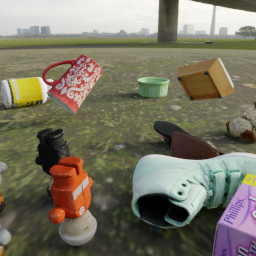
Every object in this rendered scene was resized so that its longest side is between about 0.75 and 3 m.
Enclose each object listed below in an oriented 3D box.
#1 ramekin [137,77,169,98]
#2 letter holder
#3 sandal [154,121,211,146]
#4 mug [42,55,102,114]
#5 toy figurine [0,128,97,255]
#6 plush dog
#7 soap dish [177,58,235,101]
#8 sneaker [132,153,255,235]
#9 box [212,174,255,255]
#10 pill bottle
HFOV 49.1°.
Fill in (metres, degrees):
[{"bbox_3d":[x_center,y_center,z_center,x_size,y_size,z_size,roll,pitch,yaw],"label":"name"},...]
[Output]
[{"bbox_3d":[1.263,-2.054,14.184,1.592,0.777,1.592,0,20,0],"label":"ramekin"},{"bbox_3d":[1.696,0.626,6.407,0.712,1.007,1.416,-12,23,-30],"label":"letter holder"},{"bbox_3d":[1.467,0.364,8.103,0.744,0.474,1.980,-17,38,-41],"label":"sandal"},{"bbox_3d":[-1.951,-1.710,9.976,1.250,1.663,1.874,25,74,42],"label":"mug"},{"bbox_3d":[-1.693,1.110,4.632,2.087,1.475,2.120,-15,26,-22],"label":"toy figurine"},{"bbox_3d":[3.745,-0.122,8.755,1.181,1.103,1.375,-30,28,-11],"label":"plush dog"},{"bbox_3d":[2.160,-1.327,8.022,0.582,1.127,1.432,-46,24,-25],"label":"soap dish"},{"bbox_3d":[1.436,1.197,4.834,2.828,1.041,1.668,0,20,10],"label":"sneaker"},{"bbox_3d":[2.356,1.580,3.923,1.838,0.888,1.617,13,23,33],"label":"box"},{"bbox_3d":[-4.335,-1.592,12.307,2.122,1.193,1.193,-12,23,-29],"label":"pill bottle"}]
